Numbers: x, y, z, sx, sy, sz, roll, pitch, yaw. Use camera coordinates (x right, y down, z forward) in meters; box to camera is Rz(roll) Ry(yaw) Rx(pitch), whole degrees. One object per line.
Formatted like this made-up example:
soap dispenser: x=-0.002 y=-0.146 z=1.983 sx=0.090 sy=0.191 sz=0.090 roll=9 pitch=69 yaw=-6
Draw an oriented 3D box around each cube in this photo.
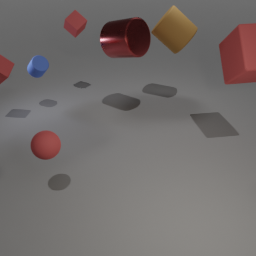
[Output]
cube: x=3.814 y=-2.239 z=8.589 sx=1.400 sy=1.400 sz=1.400 roll=-5 pitch=-7 yaw=-7
cube: x=-2.322 y=-4.581 z=12.331 sx=0.700 sy=0.700 sz=0.700 roll=40 pitch=70 yaw=-7
cube: x=-4.756 y=-2.176 z=10.300 sx=0.700 sy=0.700 sz=0.700 roll=-21 pitch=48 yaw=39

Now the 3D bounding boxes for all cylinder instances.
cylinder: x=-3.709 y=-2.524 z=11.544 sx=0.700 sy=0.700 sz=0.700 roll=-26 pitch=1 yaw=-37
cylinder: x=-0.100 y=-3.369 z=10.581 sx=1.400 sy=1.400 sz=1.400 roll=11 pitch=30 yaw=42
cylinder: x=1.946 y=-4.118 z=11.804 sx=1.400 sy=1.400 sz=1.400 roll=39 pitch=29 yaw=-12

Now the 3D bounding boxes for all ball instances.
ball: x=-1.964 y=0.408 z=6.702 sx=0.700 sy=0.700 sz=0.700 roll=0 pitch=30 yaw=0
